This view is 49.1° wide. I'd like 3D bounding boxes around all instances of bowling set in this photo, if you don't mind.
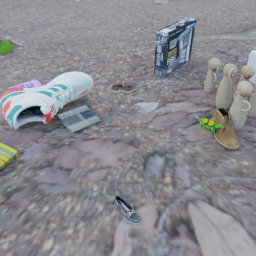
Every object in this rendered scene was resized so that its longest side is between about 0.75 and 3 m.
[{"bbox_3d":[3.692,-1.319,8.720,1.966,1.516,2.824,-6,38,-8],"label":"bowling set"}]

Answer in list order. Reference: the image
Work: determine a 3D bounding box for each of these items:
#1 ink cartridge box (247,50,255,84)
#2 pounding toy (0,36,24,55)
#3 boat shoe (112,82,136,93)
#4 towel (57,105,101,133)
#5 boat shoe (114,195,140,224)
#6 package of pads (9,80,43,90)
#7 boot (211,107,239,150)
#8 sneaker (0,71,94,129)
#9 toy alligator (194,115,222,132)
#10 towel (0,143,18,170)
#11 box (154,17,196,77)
[{"bbox_3d":[5.925,-2.049,9.993,2.681,1.114,1.965,-8,38,-11],"label":"ink cartridge box"},{"bbox_3d":[-5.800,-3.953,12.807,1.201,0.722,1.556,24,44,28],"label":"pounding toy"},{"bbox_3d":[-0.135,-1.447,9.874,0.884,0.318,0.319,-5,38,-6],"label":"boat shoe"},{"bbox_3d":[-1.494,-0.267,8.506,1.042,0.180,1.003,-23,46,-30],"label":"towel"},{"bbox_3d":[-0.037,1.701,5.856,0.253,0.216,0.757,-29,46,-32],"label":"boat shoe"},{"bbox_3d":[-3.441,-1.268,9.574,1.065,0.403,0.642,-25,41,-29],"label":"package of pads"},{"bbox_3d":[2.697,-0.016,7.818,0.554,0.568,1.506,-2,39,-5],"label":"boot"},{"bbox_3d":[-2.280,-0.755,8.522,2.977,1.048,1.392,-20,50,-21],"label":"sneaker"},{"bbox_3d":[2.202,-0.102,7.976,1.028,0.305,0.279,31,89,49],"label":"toy alligator"},{"bbox_3d":[-3.912,1.204,6.385,1.182,0.248,2.747,22,43,16],"label":"towel"},{"bbox_3d":[1.845,-3.201,11.022,0.541,1.714,2.173,25,43,29],"label":"box"}]
